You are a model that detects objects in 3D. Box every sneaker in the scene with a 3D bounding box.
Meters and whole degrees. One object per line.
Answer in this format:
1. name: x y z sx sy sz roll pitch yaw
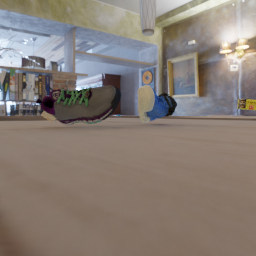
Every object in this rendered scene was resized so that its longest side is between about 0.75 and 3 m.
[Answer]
1. sneaker: 1.102 -0.952 9.984 1.339 0.924 2.407 -18 -20 -6
2. sneaker: -1.527 -0.727 8.144 2.829 1.053 1.238 -14 -32 40

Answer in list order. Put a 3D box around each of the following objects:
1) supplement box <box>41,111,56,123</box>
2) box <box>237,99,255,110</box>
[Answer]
1. supplement box: -2.673 -0.641 10.024 0.491 0.779 0.286 36 22 -16
2. box: 4.345 -0.808 9.799 0.950 0.357 0.238 7 -3 13
